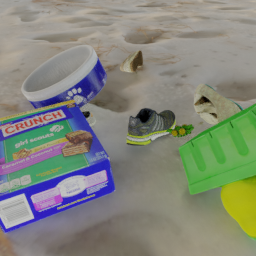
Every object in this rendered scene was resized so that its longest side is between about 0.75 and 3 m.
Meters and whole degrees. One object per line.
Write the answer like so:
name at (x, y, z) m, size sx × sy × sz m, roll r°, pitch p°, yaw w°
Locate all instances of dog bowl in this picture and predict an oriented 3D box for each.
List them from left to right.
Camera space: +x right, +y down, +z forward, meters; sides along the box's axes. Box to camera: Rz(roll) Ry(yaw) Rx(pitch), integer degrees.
dog bowl at (-2.053, -1.549, 9.143) m, size 2.636 × 1.038 × 2.636 m, roll -19°, pitch 36°, yaw 15°

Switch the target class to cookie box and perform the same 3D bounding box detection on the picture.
cookie box at (-1.963, 0.628, 6.612) m, size 2.448 × 1.075 × 2.862 m, roll -18°, pitch 36°, yaw -17°

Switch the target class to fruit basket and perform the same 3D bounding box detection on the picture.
fruit basket at (2.423, 0.921, 5.715) m, size 2.464 × 2.464 × 1.777 m, roll 26°, pitch 35°, yaw 33°

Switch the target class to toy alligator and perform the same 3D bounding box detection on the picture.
toy alligator at (1.560, 0.079, 7.565) m, size 1.095 × 0.297 × 0.325 m, roll -13°, pitch 21°, yaw 33°

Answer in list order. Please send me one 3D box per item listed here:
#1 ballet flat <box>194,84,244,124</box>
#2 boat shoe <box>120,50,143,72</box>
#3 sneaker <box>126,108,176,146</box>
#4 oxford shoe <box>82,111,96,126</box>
ballet flat at (2.409, -0.686, 8.336) m, size 0.851 × 0.920 × 2.729 m, roll -25°, pitch 22°, yaw 0°
boat shoe at (0.190, -2.960, 12.452) m, size 0.654 × 0.727 × 2.014 m, roll -1°, pitch 29°, yaw 20°
sneaker at (0.734, -0.200, 8.003) m, size 0.772 × 0.846 × 2.090 m, roll 16°, pitch 29°, yaw 33°
oxford shoe at (-1.774, -0.186, 8.482) m, size 1.593 × 0.460 × 0.599 m, roll -15°, pitch 40°, yaw -13°
